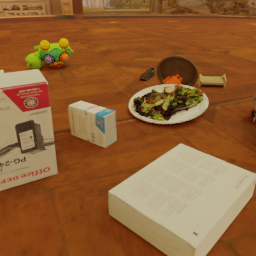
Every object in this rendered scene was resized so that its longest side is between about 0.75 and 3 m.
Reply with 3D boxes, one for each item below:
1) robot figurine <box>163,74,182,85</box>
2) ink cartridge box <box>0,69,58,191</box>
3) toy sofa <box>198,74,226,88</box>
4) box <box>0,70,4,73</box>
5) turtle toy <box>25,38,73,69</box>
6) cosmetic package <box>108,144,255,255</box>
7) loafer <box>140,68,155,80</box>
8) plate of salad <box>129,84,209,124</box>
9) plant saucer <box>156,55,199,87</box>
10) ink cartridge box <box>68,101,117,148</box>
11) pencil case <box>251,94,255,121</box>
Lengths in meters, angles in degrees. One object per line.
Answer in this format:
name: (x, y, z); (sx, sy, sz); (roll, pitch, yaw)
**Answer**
robot figurine: (1.751, -1.704, 11.137); (0.914, 0.657, 0.533); (-42, 20, 5)
ink cartridge box: (-2.488, 0.091, 5.915); (1.685, 2.321, 0.968); (-14, 34, -26)
toy sofa: (3.617, -1.981, 12.107); (1.148, 0.560, 0.475); (2, 52, 4)
box: (-5.375, -1.182, 9.633); (2.297, 1.164, 1.292); (-9, 29, -17)
turtle toy: (-4.074, -3.768, 14.593); (2.495, 1.261, 1.819); (-12, 6, -15)
cosmetic package: (1.108, 1.277, 5.414); (1.827, 0.626, 2.423); (21, 33, 38)
loafer: (0.905, -2.573, 13.190); (0.445, 0.433, 1.220); (13, 30, 25)
plate of salad: (1.349, -1.001, 9.538); (2.708, 0.650, 2.708); (-5, 35, 3)
plant saucer: (1.954, -2.187, 11.091); (1.688, 1.688, 0.249); (9, 50, 17)
ink cartridge box: (-0.994, -0.132, 7.822); (1.318, 0.952, 0.558); (18, 32, 31)
pencil case: (5.200, -0.554, 8.669); (2.486, 1.112, 0.967); (10, 0, 18)
